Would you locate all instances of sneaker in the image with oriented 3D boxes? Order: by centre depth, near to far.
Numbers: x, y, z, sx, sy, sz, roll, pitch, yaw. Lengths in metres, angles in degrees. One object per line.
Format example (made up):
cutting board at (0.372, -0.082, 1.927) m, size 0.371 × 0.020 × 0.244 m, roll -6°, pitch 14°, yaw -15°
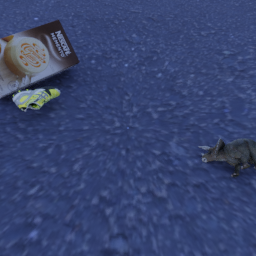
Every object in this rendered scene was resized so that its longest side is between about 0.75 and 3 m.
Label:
sneaker at (-2.510, -0.800, 7.881) m, size 1.427 × 0.538 × 0.545 m, roll -22°, pitch 81°, yaw -44°

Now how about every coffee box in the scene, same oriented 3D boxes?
coffee box at (-3.082, -2.139, 8.656) m, size 2.642 × 1.511 × 1.053 m, roll -33°, pitch 15°, yaw -28°

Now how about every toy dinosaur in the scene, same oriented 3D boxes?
toy dinosaur at (2.763, 0.582, 6.641) m, size 1.910 × 0.735 × 0.977 m, roll -9°, pitch 57°, yaw -4°
